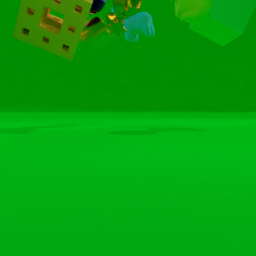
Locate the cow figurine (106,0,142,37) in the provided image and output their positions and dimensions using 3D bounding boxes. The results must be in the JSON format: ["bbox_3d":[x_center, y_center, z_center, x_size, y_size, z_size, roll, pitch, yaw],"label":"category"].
[{"bbox_3d":[-0.169,-3.823,9.287,0.878,1.575,1.600,-2,21,-30],"label":"cow figurine"}]

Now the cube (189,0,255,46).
[{"bbox_3d":[2.446,-2.988,7.227,1.113,1.113,1.113,26,-1,-5],"label":"cube"}]

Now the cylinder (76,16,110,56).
[{"bbox_3d":[-1.094,-2.664,8.148,0.850,0.850,0.850,-38,17,-17],"label":"cylinder"}]

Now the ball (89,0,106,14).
[{"bbox_3d":[-0.981,-3.530,7.706,0.729,0.729,0.729,0,3,0],"label":"ball"}]

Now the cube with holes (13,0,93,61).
[{"bbox_3d":[-1.687,-2.671,6.582,1.353,1.353,1.353,19,30,-16],"label":"cube with holes"}]

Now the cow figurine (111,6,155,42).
[{"bbox_3d":[0.137,-4.105,10.585,1.649,1.622,0.905,-9,10,29],"label":"cow figurine"}]

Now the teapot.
[{"bbox_3d":[1.346,-2.820,6.100,0.862,1.761,1.095,3,-37,0],"label":"teapot"}]
